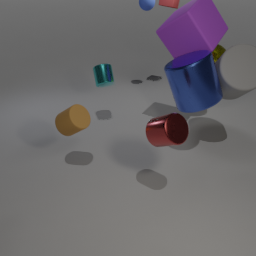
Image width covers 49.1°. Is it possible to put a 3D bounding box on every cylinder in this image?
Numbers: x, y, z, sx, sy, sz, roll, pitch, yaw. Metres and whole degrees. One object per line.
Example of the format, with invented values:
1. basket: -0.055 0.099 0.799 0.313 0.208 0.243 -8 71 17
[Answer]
1. cylinder: 0.869 0.056 6.269 0.700 0.700 0.700 -21 5 -34
2. cylinder: 1.934 -1.376 8.266 1.400 1.400 1.400 -20 23 9
3. cylinder: 3.334 -1.687 8.670 1.400 1.400 1.400 0 -5 1
4. cylinder: -1.497 -0.205 7.605 0.700 0.700 0.700 -23 11 39
5. cylinder: -0.891 -1.923 10.305 0.700 0.700 0.700 -11 -3 -1

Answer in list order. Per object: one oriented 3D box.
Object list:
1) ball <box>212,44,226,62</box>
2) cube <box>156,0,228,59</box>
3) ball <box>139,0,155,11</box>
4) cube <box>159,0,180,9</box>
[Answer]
1. ball: 3.085 -2.464 10.528 1.400 1.400 1.400 0 29 0
2. cube: 2.048 -3.122 8.939 1.400 1.400 1.400 -14 32 53
3. ball: 0.817 -5.421 12.051 0.700 0.700 0.700 0 29 0
4. cube: 1.877 -5.786 12.522 0.700 0.700 0.700 22 26 23
